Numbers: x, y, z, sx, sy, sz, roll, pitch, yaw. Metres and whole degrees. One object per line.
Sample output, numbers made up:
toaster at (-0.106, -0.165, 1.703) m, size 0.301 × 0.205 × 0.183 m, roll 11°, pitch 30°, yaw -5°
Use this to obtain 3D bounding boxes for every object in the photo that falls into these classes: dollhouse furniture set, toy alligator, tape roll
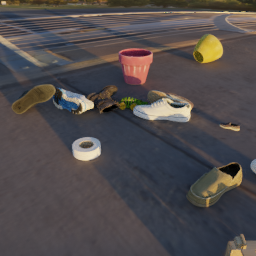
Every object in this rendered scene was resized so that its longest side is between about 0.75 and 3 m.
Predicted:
dollhouse furniture set at (2.459, 2.786, 4.944) m, size 0.817 × 0.956 × 1.845 m, roll -2°, pitch 29°, yaw 1°
toy alligator at (0.359, -1.095, 12.305) m, size 1.957 × 0.470 × 0.649 m, roll 5°, pitch 30°, yaw 10°
tape roll at (-1.367, 0.679, 9.301) m, size 0.939 × 0.328 × 0.939 m, roll 0°, pitch 29°, yaw 0°

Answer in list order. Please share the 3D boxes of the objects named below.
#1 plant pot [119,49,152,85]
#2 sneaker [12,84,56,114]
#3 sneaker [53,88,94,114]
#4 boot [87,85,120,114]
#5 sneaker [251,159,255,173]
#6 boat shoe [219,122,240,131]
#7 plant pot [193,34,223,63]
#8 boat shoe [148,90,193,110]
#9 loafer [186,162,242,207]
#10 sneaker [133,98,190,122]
plant pot at (0.384, -3.250, 14.987) m, size 1.779 × 1.592 × 1.779 m, roll 1°, pitch 29°, yaw 0°
sneaker at (-3.979, -1.418, 12.053) m, size 2.003 × 0.766 × 1.147 m, roll -29°, pitch 25°, yaw 12°
sneaker at (-2.418, -1.186, 12.325) m, size 2.287 × 0.857 × 0.991 m, roll 27°, pitch 26°, yaw 34°
boot at (-0.841, -1.225, 12.512) m, size 1.764 × 0.611 × 1.536 m, roll -29°, pitch 41°, yaw -27°
sneaker at (4.100, 1.437, 7.673) m, size 1.673 × 0.616 × 0.967 m, roll 24°, pitch 34°, yaw 34°
boat shoe at (3.916, -0.106, 10.782) m, size 0.755 × 0.245 × 0.272 m, roll 18°, pitch 34°, yaw 29°
plant pot at (5.015, -4.980, 18.210) m, size 1.273 × 1.793 × 1.793 m, roll -38°, pitch 42°, yaw -15°
boat shoe at (1.849, -1.158, 12.218) m, size 2.090 × 0.752 × 0.677 m, roll 21°, pitch 29°, yaw 30°
loafer at (2.361, 1.445, 7.590) m, size 1.984 × 0.669 × 0.754 m, roll -22°, pitch 36°, yaw -33°
sneaker at (1.387, -0.826, 11.462) m, size 2.334 × 0.826 × 0.852 m, roll 5°, pitch 30°, yaw 8°
